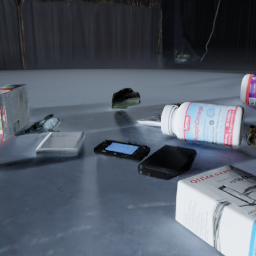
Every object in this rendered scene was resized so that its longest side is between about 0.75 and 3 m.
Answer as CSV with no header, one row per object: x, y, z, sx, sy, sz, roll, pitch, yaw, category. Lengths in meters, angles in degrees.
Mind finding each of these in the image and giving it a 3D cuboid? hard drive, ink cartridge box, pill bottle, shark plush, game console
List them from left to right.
-4.042,-0.610,9.424,0.684,1.479,2.715,-1,15,-3,ink cartridge box
-2.886,-0.073,8.959,1.478,0.671,0.616,-7,2,-6,shark plush
-1.873,0.420,8.026,1.088,0.217,1.650,-1,15,-2,hard drive
0.288,0.672,6.913,2.602,0.314,1.535,7,16,27,game console
2.162,-0.130,8.178,2.219,1.206,1.206,7,16,26,pill bottle
1.707,1.229,4.000,1.260,0.727,1.726,-9,17,-31,ink cartridge box
7.145,-1.829,13.866,2.774,1.560,1.560,8,17,29,pill bottle

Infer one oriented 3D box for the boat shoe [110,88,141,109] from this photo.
-0.157,-1.324,12.090,0.954,0.806,2.677,3,-3,-20,boat shoe

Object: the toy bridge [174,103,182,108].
3.284,-0.949,12.962,2.390,0.325,0.803,5,13,18,toy bridge

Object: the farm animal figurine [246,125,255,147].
4.231,0.288,7.745,1.223,0.761,1.514,-33,34,-28,farm animal figurine

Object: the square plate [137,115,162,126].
1.329,-0.272,10.427,1.447,0.208,1.460,7,16,44,square plate
